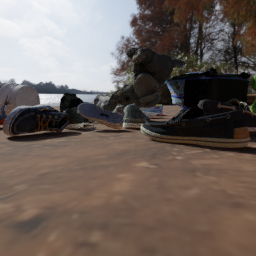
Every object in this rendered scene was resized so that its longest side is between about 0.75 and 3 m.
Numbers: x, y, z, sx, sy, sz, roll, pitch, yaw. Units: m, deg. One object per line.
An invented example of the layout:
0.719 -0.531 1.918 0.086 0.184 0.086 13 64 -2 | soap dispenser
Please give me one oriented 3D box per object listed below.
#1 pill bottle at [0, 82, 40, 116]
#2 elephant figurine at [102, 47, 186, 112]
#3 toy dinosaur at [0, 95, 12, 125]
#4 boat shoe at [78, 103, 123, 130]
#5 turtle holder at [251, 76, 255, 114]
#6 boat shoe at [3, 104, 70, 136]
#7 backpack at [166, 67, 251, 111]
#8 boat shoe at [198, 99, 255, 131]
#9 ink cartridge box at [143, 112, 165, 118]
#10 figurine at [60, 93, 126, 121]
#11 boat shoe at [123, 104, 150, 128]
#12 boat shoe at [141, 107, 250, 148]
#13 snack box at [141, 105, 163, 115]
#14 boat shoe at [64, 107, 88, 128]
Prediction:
-4.693 -0.989 10.584 2.553 1.444 1.444 2 6 26 | pill bottle
0.524 -1.510 10.680 1.931 2.729 2.117 13 1 -43 | elephant figurine
-3.787 -0.177 8.002 1.413 1.558 0.818 28 -45 -37 | toy dinosaur
-0.725 -0.255 7.505 1.300 0.480 0.554 17 -33 11 | boat shoe
5.564 -1.006 9.663 1.919 2.702 2.053 -3 41 -18 | turtle holder
-2.005 -0.162 6.426 0.788 0.614 1.735 18 19 11 | boat shoe
2.845 -1.224 10.740 2.532 1.866 2.774 -4 8 -36 | backpack
2.550 -0.309 6.827 2.680 0.809 0.990 -4 7 -39 | boat shoe
0.955 -0.557 12.543 1.293 0.306 1.035 7 3 -16 | ink cartridge box
-1.223 -0.741 11.340 2.487 1.071 2.427 -3 14 -29 | figurine
0.287 -0.411 8.575 0.797 0.676 2.189 1 6 9 | boat shoe
1.138 -0.060 5.137 2.124 0.661 0.792 3 8 43 | boat shoe
0.926 -0.989 15.176 1.406 0.564 1.667 -2 5 -17 | snack box
-1.550 -0.342 8.426 0.712 0.568 1.883 -1 6 -8 | boat shoe
